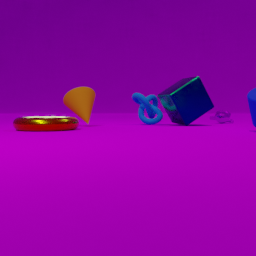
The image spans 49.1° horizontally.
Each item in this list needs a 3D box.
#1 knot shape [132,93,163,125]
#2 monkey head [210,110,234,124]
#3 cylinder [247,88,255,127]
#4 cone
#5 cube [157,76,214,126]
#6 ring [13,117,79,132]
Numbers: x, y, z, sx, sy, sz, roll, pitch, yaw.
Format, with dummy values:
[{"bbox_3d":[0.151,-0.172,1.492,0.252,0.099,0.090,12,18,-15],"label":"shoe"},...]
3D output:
[{"bbox_3d":[0.845,-0.818,11.089,0.686,1.484,1.389,-37,-9,29],"label":"knot shape"},{"bbox_3d":[4.088,-0.393,12.128,1.018,0.732,0.613,11,46,25],"label":"monkey head"},{"bbox_3d":[3.460,-0.519,6.910,0.848,0.848,0.848,-19,26,10],"label":"cylinder"},{"bbox_3d":[-1.517,-0.594,9.599,1.160,1.165,1.160,-17,-29,-10],"label":"cone"},{"bbox_3d":[2.088,-0.997,10.283,1.280,1.280,1.280,-33,13,-9],"label":"cube"},{"bbox_3d":[-2.273,-0.128,7.853,1.777,0.355,1.777,0,3,0],"label":"ring"}]
